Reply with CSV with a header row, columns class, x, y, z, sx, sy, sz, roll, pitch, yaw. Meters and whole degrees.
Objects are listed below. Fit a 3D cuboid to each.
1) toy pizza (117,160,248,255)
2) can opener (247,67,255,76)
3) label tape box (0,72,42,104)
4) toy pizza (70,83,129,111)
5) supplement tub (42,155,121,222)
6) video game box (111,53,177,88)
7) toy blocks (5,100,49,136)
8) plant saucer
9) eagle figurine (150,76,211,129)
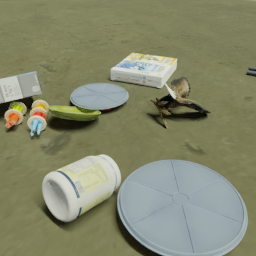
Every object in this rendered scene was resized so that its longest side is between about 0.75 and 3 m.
class,x,y,z,sx,sy,sz,roll,pitch,yaw
toy pizza,1.049,1.555,5.653,2.533,0.401,2.533,1,33,-1
can opener,5.849,-2.314,11.972,1.412,0.372,0.469,17,1,23
label tape box,-4.285,-1.161,9.084,2.489,0.788,1.795,-19,14,-28
toy pizza,-0.999,-1.068,9.908,2.040,0.323,2.040,0,32,0
supplement tub,-0.899,1.144,5.650,0.989,0.989,1.364,25,29,34
video game box,0.743,-2.541,12.061,2.218,0.570,2.434,14,35,17
toy blocks,-3.073,-0.249,8.388,1.275,0.555,1.530,-4,32,-8
plant saucer,-1.635,-0.445,8.559,1.605,0.249,1.605,7,9,-1
eagle figurine,1.667,-0.897,8.937,1.775,1.347,1.339,-17,15,-17
